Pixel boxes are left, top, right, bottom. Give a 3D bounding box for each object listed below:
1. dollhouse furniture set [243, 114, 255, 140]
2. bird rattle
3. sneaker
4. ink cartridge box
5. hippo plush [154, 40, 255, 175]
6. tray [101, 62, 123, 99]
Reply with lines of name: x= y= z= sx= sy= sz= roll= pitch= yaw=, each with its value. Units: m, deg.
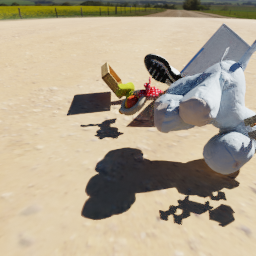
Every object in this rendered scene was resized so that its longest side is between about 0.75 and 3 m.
dollhouse furniture set: x=2.862 y=0.154 z=5.545 sx=0.960 sy=0.950 sz=0.495 roll=7 pitch=-27 yaw=-40
bird rattle: x=0.296 y=-0.875 z=8.687 sx=1.499 sy=0.844 sz=1.222 roll=9 pitch=63 yaw=43
sneaker: x=1.478 y=-2.199 z=11.327 sx=2.403 sy=0.886 sz=0.961 roll=32 pitch=14 yaw=-32
ink cartridge box: x=3.239 y=-2.584 z=10.635 sx=1.269 sy=2.167 sz=2.999 roll=43 pitch=22 yaw=3
hippo plush: x=2.163 y=-0.236 z=6.838 sx=2.882 sy=2.317 sz=2.296 roll=-42 pitch=15 yaw=-21
tray: x=-0.596 y=-1.872 z=10.807 sx=0.383 sy=1.019 sz=2.066 roll=-38 pitch=22 yaw=9
